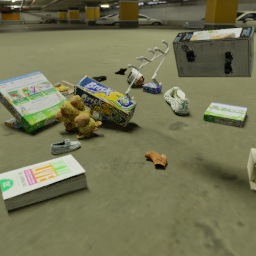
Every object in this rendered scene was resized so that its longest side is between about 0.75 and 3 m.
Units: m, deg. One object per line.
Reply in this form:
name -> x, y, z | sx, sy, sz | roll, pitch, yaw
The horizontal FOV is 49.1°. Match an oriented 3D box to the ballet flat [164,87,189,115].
ballet flat -> 2.508, -1.540, 14.078 | 1.013, 1.013, 2.824 | -3, 25, -7

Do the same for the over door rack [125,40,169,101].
over door rack -> 0.625, -2.152, 10.051 | 1.507, 0.679, 2.039 | -22, 41, 45

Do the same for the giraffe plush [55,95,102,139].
giraffe plush -> -1.875, -0.272, 11.262 | 1.703, 1.470, 1.381 | 25, 16, -42

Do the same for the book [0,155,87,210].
book -> -2.502, 1.498, 8.192 | 2.213, 0.532, 1.479 | -15, 26, -25

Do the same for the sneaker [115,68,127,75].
sneaker -> -0.512, -4.072, 19.965 | 0.919, 0.479, 0.276 | 9, 26, 18

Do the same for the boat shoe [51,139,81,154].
boat shoe -> -2.238, 0.617, 10.074 | 1.110, 0.395, 0.387 | -14, 29, -28

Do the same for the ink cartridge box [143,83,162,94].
ink cartridge box -> 1.476, -2.283, 16.275 | 1.044, 0.399, 0.713 | 21, 32, 34

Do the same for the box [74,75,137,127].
box -> -1.006, -1.169, 12.026 | 2.654, 0.930, 0.853 | 28, 51, 10

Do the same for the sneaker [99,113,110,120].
sneaker -> -0.719, -0.946, 13.044 | 0.846, 0.745, 1.897 | 15, 43, 4

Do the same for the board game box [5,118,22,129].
board game box -> -4.850, -0.233, 12.161 | 0.789, 0.159, 0.604 | 14, 29, 28

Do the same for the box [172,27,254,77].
box -> 2.438, -2.106, 7.999 | 2.101, 1.225, 0.632 | 5, 44, 30

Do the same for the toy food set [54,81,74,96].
toy food set -> -4.301, -2.278, 15.923 | 2.185, 0.660, 1.568 | -20, 32, -36

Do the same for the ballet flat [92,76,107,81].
ballet flat -> -1.877, -3.222, 18.467 | 0.438, 0.375, 1.319 | -9, 8, 42

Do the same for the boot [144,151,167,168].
boot -> 0.897, 1.083, 9.287 | 0.786, 0.301, 0.610 | 11, 31, 7

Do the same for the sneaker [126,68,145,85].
sneaker -> 0.502, -3.179, 17.978 | 1.014, 0.872, 2.396 | 29, 16, -10

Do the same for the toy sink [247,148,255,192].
toy sink -> 4.112, 1.248, 8.290 | 0.891, 0.766, 1.367 | 8, 26, 16

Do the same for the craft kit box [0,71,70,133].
craft kit box -> -4.140, -1.265, 12.398 | 2.534, 0.622, 2.566 | 43, 39, 12

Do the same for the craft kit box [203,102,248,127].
craft kit box -> 4.483, -0.646, 12.815 | 1.675, 0.406, 1.655 | 13, 25, 25
